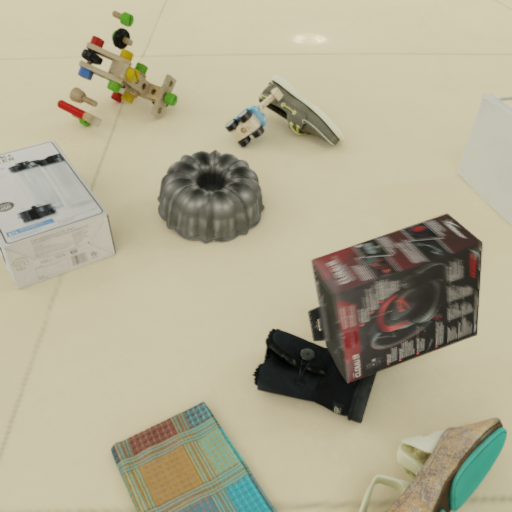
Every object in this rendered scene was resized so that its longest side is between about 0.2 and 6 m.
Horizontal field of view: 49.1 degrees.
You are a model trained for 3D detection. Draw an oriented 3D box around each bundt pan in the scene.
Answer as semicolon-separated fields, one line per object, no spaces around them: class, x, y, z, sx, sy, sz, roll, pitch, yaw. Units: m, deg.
bundt pan;-0.910;-1.343;11.425;2.250;0.845;2.250;3;50;-4

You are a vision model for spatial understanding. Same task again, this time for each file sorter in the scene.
file sorter;5.894;-1.904;11.555;1.747;1.947;2.805;-7;40;-13

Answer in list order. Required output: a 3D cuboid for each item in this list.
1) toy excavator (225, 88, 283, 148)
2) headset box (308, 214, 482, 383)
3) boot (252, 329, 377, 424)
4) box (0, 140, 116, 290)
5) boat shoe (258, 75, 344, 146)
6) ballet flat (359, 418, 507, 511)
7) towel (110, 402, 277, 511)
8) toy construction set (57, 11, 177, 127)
toy excavator;-0.012;-3.536;13.939;1.336;0.686;1.374;-27;30;31
headset box;1.777;0.609;7.474;2.223;1.652;0.834;-19;36;-7
boot;1.029;1.388;8.469;1.714;0.779;2.040;18;49;15
box;-4.354;-0.969;11.115;1.945;1.002;3.334;-21;44;-24
boat shoe;1.126;-3.578;14.359;0.832;0.995;2.785;-46;61;8
ballet flat;1.974;2.779;6.736;0.978;0.990;2.910;24;44;38
towel;-0.835;2.889;7.138;1.482;0.219;2.021;-21;44;-24
toy construction set;-3.396;-4.310;14.597;2.181;2.367;2.839;28;67;13
